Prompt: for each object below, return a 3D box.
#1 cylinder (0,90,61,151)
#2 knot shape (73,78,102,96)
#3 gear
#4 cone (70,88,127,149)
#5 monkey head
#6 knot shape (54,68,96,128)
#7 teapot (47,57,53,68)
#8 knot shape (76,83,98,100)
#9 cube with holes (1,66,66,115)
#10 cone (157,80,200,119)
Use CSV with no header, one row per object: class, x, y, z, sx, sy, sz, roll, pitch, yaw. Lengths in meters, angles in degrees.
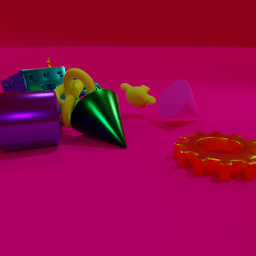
cylinder,-2.192,-0.184,6.157,1.248,1.248,1.248,-7,19,-20
knot shape,-1.374,-1.317,9.599,1.489,0.688,1.393,39,8,-18
gear,1.823,0.495,5.569,1.762,0.326,1.762,0,18,0
cone,-0.422,0.022,6.521,1.361,1.361,1.367,-14,49,-38
monkey head,0.366,-1.066,8.726,1.188,0.855,0.716,29,-17,11
knot shape,-1.438,-0.822,7.029,0.671,1.453,1.360,13,18,-36
teapot,-2.828,-1.508,9.533,1.113,1.790,0.876,6,-19,20
knot shape,-1.018,-0.820,8.210,1.103,1.178,0.544,7,32,32
cube with holes,-2.496,-0.885,7.795,1.269,1.269,1.269,-8,8,43
cone,1.688,-0.571,8.029,1.201,1.196,1.196,28,2,-30
